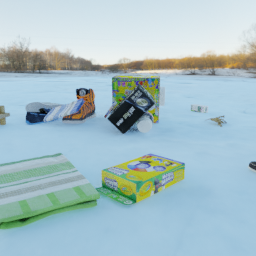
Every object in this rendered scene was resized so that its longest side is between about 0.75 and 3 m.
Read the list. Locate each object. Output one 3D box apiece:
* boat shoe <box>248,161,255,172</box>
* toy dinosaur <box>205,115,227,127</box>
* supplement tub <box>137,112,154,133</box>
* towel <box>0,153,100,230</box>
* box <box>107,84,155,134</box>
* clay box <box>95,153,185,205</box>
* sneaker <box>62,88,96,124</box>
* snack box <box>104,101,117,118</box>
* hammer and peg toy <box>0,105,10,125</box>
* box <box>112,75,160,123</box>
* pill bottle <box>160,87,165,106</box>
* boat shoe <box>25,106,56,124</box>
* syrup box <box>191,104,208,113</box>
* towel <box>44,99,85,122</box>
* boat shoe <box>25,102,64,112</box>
[{"bbox_3d":[3.553,0.939,6.525,0.531,0.433,1.436,-12,18,-42],"label":"boat shoe"},{"bbox_3d":[3.850,-0.358,12.136,0.645,0.371,1.275,-4,14,-12],"label":"toy dinosaur"},{"bbox_3d":[0.675,-0.222,10.910,0.593,0.593,0.845,2,25,9],"label":"supplement tub"},{"bbox_3d":[-1.885,1.202,5.825,1.873,0.385,2.511,-10,18,-27],"label":"towel"},{"bbox_3d":[0.157,-0.810,10.966,0.870,1.655,2.021,44,10,-7],"label":"box"},{"bbox_3d":[0.269,1.045,6.057,1.850,0.440,1.063,-12,17,-44],"label":"clay box"},{"bbox_3d":[-2.228,-1.055,12.641,1.019,1.471,2.626,3,14,13],"label":"sneaker"},{"bbox_3d":[-0.685,-0.704,10.962,0.321,0.109,0.893,-51,1,-35],"label":"snack box"},{"bbox_3d":[-6.444,-0.513,11.688,2.438,0.860,1.794,5,14,19],"label":"hammer and peg toy"},{"bbox_3d":[0.395,-1.325,12.613,2.069,1.993,1.262,2,15,7],"label":"box"},{"bbox_3d":[0.778,-1.828,15.928,2.621,1.460,1.460,2,14,6],"label":"pill bottle"},{"bbox_3d":[-3.757,-0.610,12.597,0.773,0.631,1.838,6,15,24],"label":"boat shoe"},{"bbox_3d":[3.837,-1.052,15.040,0.369,0.357,0.907,-10,17,-37],"label":"syrup box"},{"bbox_3d":[-2.719,-0.767,11.950,1.644,0.196,1.207,-15,26,17],"label":"towel"},{"bbox_3d":[-4.085,-0.978,14.025,2.028,0.730,0.666,-5,9,-25],"label":"boat shoe"}]
